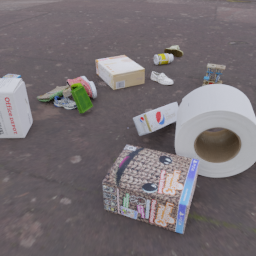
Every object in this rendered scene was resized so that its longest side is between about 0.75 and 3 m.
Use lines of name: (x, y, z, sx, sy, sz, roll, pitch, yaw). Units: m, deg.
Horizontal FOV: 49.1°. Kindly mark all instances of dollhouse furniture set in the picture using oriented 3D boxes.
dollhouse furniture set: (-2.654, -1.233, 12.208, 2.556, 0.987, 1.277, 2, 32, 43)
dollhouse furniture set: (4.181, -2.454, 13.603, 0.883, 0.888, 1.260, 12, 34, 17)

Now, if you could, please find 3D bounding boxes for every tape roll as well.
tape roll: (2.643, 0.079, 8.477, 2.399, 2.399, 1.647, 6, 34, 9)

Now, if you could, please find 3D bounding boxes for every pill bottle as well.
pill bottle: (2.061, -3.987, 16.170, 1.037, 0.583, 0.583, -10, 35, -16)

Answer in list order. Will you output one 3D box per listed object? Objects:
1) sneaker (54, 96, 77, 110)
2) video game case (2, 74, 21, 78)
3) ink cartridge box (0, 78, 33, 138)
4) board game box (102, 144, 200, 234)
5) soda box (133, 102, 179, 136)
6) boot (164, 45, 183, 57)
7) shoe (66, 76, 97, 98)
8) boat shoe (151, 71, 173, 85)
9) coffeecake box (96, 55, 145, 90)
sneaker: (-2.664, -1.116, 11.974, 1.136, 0.484, 0.438, 8, 35, 11)
video game case: (-6.093, -2.671, 14.667, 0.767, 0.068, 0.549, 10, 35, 14)
ink cartridge box: (-5.019, -0.679, 10.008, 2.651, 1.935, 1.118, -1, 34, -1)
board game box: (0.652, 1.527, 7.509, 2.160, 1.046, 1.722, 11, 35, 17)
soda box: (1.119, -0.359, 10.127, 0.645, 0.690, 2.026, -19, 2, 44)
boot: (3.050, -4.866, 17.605, 1.276, 0.460, 0.986, 21, 38, 30)
shoe: (-2.167, -1.819, 12.857, 0.942, 0.740, 2.072, -16, 32, -20)
boat shoe: (1.697, -2.533, 14.108, 1.320, 0.458, 0.467, 25, 41, 32)
coffeecake box: (-0.437, -2.898, 14.316, 1.729, 0.823, 2.253, -15, 37, -22)
